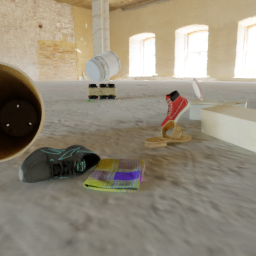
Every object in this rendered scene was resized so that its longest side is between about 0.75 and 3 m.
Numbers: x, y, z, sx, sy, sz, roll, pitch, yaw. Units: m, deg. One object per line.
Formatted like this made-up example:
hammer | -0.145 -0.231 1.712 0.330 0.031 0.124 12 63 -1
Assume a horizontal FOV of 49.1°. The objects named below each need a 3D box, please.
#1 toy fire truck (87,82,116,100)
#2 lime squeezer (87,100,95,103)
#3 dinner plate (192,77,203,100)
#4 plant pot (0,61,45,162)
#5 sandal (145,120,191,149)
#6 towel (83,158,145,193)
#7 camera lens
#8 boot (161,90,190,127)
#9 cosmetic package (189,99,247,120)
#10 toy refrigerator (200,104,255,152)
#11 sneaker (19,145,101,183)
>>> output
toy fire truck | -1.839 -2.733 20.363 2.004 1.465 2.276 -1 1 -1
lime squeezer | -2.515 -1.689 18.102 0.332 0.177 0.941 34 19 9
dinner plate | 2.648 -1.489 10.738 0.117 0.962 0.962 -22 2 26
plant pot | -3.299 -0.321 7.646 2.363 2.363 2.536 -2 -2 -8
sandal | 1.300 0.106 8.523 2.008 0.660 0.736 -11 17 -42
towel | -0.241 0.938 5.861 1.096 0.174 1.526 2 12 8
camera lens | -1.237 -3.138 14.254 1.232 1.232 1.541 13 37 45
boot | 1.367 -0.617 9.323 0.909 1.260 0.456 35 8 -32
cosmetic package | 3.910 -0.763 12.173 2.257 0.825 1.168 4 13 23
toy refrigerator | 3.451 -0.036 8.610 1.044 0.962 2.750 -11 15 -18
sneaker | -1.335 0.711 5.752 0.712 0.677 1.796 12 17 36
